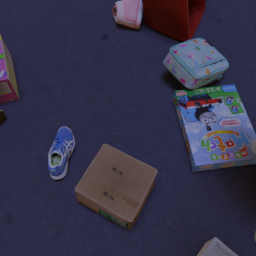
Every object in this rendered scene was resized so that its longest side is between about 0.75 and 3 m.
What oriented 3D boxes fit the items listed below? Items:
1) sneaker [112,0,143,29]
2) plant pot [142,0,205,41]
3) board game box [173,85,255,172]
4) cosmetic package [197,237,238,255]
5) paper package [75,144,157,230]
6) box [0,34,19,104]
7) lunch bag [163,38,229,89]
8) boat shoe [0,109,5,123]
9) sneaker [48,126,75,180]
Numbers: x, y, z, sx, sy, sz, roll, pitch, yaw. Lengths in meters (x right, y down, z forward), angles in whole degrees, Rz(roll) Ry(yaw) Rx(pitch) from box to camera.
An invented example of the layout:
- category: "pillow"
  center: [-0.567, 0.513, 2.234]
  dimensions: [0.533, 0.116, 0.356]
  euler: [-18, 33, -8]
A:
- category: "sneaker"
  center: [0.023, -4.429, 9.945]
  dimensions: [1.053, 0.758, 2.014]
  euler: [8, 63, -1]
- category: "plant pot"
  center: [1.494, -4.285, 9.333]
  dimensions: [1.690, 1.916, 1.918]
  euler: [15, 60, 23]
- category: "board game box"
  center: [2.343, -0.075, 7.525]
  dimensions: [1.779, 0.430, 2.351]
  euler: [-7, 59, -4]
- category: "cosmetic package"
  center: [1.426, 3.285, 5.331]
  dimensions: [1.052, 0.739, 2.074]
  euler: [38, 65, 20]
- category: "paper package"
  center: [-0.262, 1.332, 6.487]
  dimensions: [1.492, 0.772, 1.422]
  euler: [25, 62, 14]
- category: "box"
  center: [-4.277, -1.604, 8.159]
  dimensions: [1.675, 0.921, 1.905]
  euler: [-17, 60, -10]
- category: "lunch bag"
  center: [2.059, -1.902, 8.210]
  dimensions: [1.779, 0.686, 1.427]
  euler: [-26, 66, -33]
- category: "boat shoe"
  center: [-4.093, -0.051, 7.422]
  dimensions: [1.648, 0.593, 0.557]
  euler: [-40, 69, -18]
- category: "sneaker"
  center: [-1.678, 0.558, 7.078]
  dimensions: [0.549, 0.558, 1.449]
  euler: [-1, 58, 2]
